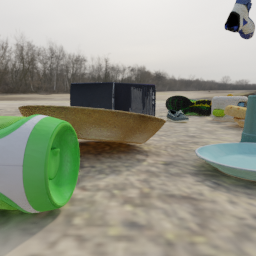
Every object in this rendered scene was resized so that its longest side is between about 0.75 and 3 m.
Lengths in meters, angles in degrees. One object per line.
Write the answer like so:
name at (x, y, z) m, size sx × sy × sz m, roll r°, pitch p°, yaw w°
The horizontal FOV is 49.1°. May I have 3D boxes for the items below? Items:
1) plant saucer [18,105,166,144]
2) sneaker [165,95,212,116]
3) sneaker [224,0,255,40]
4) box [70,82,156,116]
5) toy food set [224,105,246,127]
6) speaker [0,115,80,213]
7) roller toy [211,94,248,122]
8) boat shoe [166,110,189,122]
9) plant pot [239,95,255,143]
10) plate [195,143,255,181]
plant saucer at (-0.699, -0.005, 5.683) m, size 2.911 × 0.515 × 2.911 m, roll 4°, pitch -3°, yaw 0°
sneaker at (3.282, -1.080, 14.857) m, size 2.649 × 1.034 × 1.128 m, roll 11°, pitch 2°, yaw 15°
sneaker at (3.339, -3.156, 8.540) m, size 0.614 × 0.878 × 1.520 m, roll 33°, pitch -7°, yaw 38°
box at (-0.515, -1.012, 11.184) m, size 2.177 × 1.535 × 2.942 m, roll 5°, pitch 8°, yaw 34°
toy food set at (5.074, -0.392, 9.435) m, size 2.964 × 0.728 × 2.994 m, roll -4°, pitch 7°, yaw -31°
speaker at (-1.674, 0.314, 2.818) m, size 2.225 × 0.984 × 0.984 m, roll 1°, pitch 7°, yaw 10°
roller toy at (4.318, -0.888, 11.920) m, size 1.456 × 1.115 × 1.596 m, roll 2°, pitch 7°, yaw 12°
boat shoe at (2.006, -0.499, 11.441) m, size 0.539 × 0.457 × 1.480 m, roll -2°, pitch 7°, yaw -18°
plant pot at (2.996, -0.150, 5.989) m, size 1.121 × 1.098 × 1.121 m, roll 1°, pitch 8°, yaw 0°
plate at (2.017, 0.501, 4.130) m, size 2.017 × 0.258 × 2.017 m, roll 1°, pitch 7°, yaw 0°
